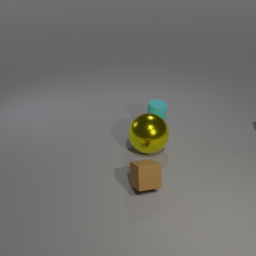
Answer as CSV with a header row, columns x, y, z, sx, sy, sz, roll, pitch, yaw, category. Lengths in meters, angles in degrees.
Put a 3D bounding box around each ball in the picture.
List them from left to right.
x,y,z,sx,sy,sz,roll,pitch,yaw,category
0.708,0.183,9.576,1.400,1.400,1.400,0,30,0,ball

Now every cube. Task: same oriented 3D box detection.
x,y,z,sx,sy,sz,roll,pitch,yaw,category
0.496,1.322,7.944,0.700,0.700,0.700,-4,5,-19,cube

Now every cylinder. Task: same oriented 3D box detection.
x,y,z,sx,sy,sz,roll,pitch,yaw,category
1.067,-0.591,10.296,0.700,0.700,0.700,2,30,-1,cylinder
